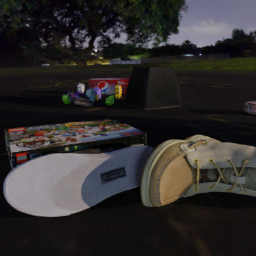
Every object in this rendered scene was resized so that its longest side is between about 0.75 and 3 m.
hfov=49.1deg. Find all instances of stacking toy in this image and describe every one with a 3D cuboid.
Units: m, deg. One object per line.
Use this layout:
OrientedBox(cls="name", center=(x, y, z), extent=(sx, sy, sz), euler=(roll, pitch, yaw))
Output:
OrientedBox(cls="stacking toy", center=(-1.628, -1.661, 13.517), extent=(2.229, 0.695, 2.956), euler=(2, 15, 8))

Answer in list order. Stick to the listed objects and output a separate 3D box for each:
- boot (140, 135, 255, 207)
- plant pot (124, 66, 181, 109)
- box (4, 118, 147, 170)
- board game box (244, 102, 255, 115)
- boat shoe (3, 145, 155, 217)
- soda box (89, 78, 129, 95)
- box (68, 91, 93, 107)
OrientedBox(cls="boot", center=(1.417, 0.681, 4.034), extent=(1.780, 0.829, 2.301), euler=(11, 16, 36))
OrientedBox(cls="plant pot", center=(1.068, -1.850, 12.230), extent=(1.902, 1.691, 1.906), euler=(-7, 15, -26))
OrientedBox(cls="box", center=(-1.198, 0.298, 6.148), extent=(2.680, 0.505, 1.830), euler=(-7, 16, -26))
OrientedBox(cls="board game box", center=(4.870, -0.731, 10.420), extent=(0.646, 0.392, 0.810), euler=(-3, 15, -11))
OrientedBox(cls="boat shoe", center=(-0.590, 0.712, 4.191), extent=(2.401, 0.824, 0.680), euler=(-5, 0, -32))
OrientedBox(cls="soda box", center=(-0.899, -2.372, 15.889), extent=(2.513, 0.880, 0.797), euler=(2, 14, 9))
OrientedBox(cls="box", center=(-2.080, -1.282, 12.148), extent=(0.817, 0.206, 1.142), euler=(5, 27, -30))
